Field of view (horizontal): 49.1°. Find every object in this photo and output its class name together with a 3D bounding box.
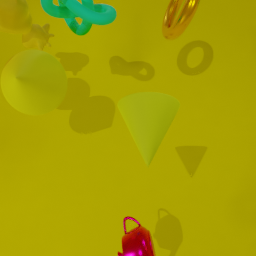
[{"bbox_3d":[0.283,0.103,3.915,0.903,0.903,0.906,2,71,1],"label":"cone"},{"bbox_3d":[1.362,-3.085,7.227,0.333,1.663,1.663,18,58,-16],"label":"ring"},{"bbox_3d":[-1.220,-2.779,6.349,1.685,1.577,0.779,13,85,34],"label":"knot shape"},{"bbox_3d":[-2.757,-2.808,7.390,1.660,1.687,0.926,16,71,-17],"label":"cow figurine"},{"bbox_3d":[0.144,2.134,4.709,0.629,0.798,1.284,-13,70,3],"label":"teapot"},{"bbox_3d":[-1.973,-0.920,5.449,1.426,1.432,1.426,-1,96,-6],"label":"cone"}]
